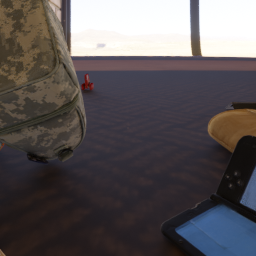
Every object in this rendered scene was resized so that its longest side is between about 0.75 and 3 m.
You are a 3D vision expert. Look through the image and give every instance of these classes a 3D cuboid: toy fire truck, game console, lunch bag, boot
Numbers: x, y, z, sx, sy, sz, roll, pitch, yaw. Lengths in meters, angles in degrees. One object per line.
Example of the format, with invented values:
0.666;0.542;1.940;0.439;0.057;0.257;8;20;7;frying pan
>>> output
-1.866;-2.130;12.878;0.477;0.714;0.850;0;17;1;toy fire truck
1.453;0.849;2.884;1.009;1.525;1.734;23;1;-38;game console
-1.696;-0.811;5.017;1.717;2.067;2.464;-23;57;1;lunch bag
3.070;0.251;4.846;2.533;0.957;2.893;-1;16;-3;boot

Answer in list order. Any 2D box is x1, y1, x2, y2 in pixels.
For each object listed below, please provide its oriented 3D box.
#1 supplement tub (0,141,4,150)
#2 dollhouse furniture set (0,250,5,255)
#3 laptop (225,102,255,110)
-2.715;0.245;5.329;0.646;0.646;1.054;-3;18;-9;supplement tub
-2.544;0.626;2.695;2.106;1.455;2.230;-17;22;-42;dollhouse furniture set
3.677;-0.461;8.621;1.029;0.637;1.099;1;-11;2;laptop
